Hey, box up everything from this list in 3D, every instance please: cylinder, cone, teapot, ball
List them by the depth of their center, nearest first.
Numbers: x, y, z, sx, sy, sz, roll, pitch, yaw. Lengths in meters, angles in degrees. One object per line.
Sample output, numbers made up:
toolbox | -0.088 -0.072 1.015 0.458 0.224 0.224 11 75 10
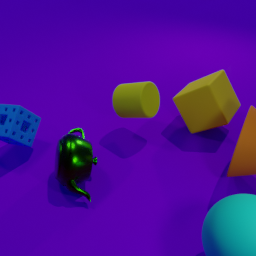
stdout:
ball | 1.712 1.594 4.004 1.270 1.270 1.270 0 37 0
cone | 2.943 0.506 5.451 1.541 1.535 1.535 19 41 23
teapot | -1.063 0.721 5.836 0.858 1.090 1.753 5 53 -20
cylinder | 0.204 -0.671 6.832 0.854 0.854 0.854 1 31 37

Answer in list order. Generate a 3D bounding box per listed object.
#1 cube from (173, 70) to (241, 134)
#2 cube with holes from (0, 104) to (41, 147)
cube | 2.038 -0.666 7.220 1.086 1.086 1.086 -19 16 45
cube with holes | -2.622 -0.053 6.437 0.735 0.735 0.735 6 72 25
